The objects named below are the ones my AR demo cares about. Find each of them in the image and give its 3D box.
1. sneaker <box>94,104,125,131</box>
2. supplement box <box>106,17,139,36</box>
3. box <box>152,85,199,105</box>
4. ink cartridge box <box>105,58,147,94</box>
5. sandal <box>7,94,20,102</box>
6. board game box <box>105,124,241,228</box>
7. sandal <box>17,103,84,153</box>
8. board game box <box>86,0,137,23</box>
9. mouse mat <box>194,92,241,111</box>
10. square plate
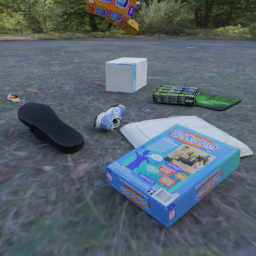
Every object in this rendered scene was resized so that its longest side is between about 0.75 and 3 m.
[{"bbox_3d":[-0.448,-0.290,8.802,0.601,0.590,1.560,24,32,17],"label":"sneaker"},{"bbox_3d":[-0.227,-4.374,11.512,1.425,0.490,0.474,21,52,-35],"label":"supplement box"},{"bbox_3d":[2.009,-1.379,11.534,1.693,0.402,1.635,7,25,17],"label":"box"},{"bbox_3d":[0.019,-2.585,13.423,1.375,1.339,2.139,9,23,22],"label":"ink cartridge box"},{"bbox_3d":[-4.715,-1.284,11.600,0.341,0.255,0.889,-19,28,-40],"label":"sandal"},{"bbox_3d":[0.890,0.757,5.501,2.140,0.481,1.627,-28,36,-31],"label":"board game box"},{"bbox_3d":[-2.281,0.055,7.866,1.022,0.651,2.719,-17,40,-39],"label":"sandal"},{"bbox_3d":[-0.435,-4.125,8.440,1.369,1.369,1.370,13,10,-11],"label":"board game box"},{"bbox_3d":[3.187,-1.154,11.510,2.341,0.088,1.883,17,28,40],"label":"mouse mat"},{"bbox_3d":[1.425,0.218,7.609,2.674,0.384,2.699,-8,23,-18],"label":"square plate"}]
